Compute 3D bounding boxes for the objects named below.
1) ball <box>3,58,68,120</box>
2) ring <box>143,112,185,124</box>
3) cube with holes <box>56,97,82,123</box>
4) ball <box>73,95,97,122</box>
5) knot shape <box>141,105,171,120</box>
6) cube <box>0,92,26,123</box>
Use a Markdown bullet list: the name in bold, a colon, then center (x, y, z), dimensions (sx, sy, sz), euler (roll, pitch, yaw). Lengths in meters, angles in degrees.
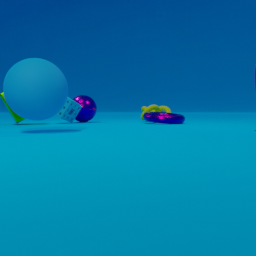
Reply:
- **ball**: center (-1.935, -0.812, 5.937), dimensions (1.302, 1.302, 1.302), euler (0, 3, 0)
- **ring**: center (1.333, -0.386, 10.400), dimensions (1.556, 0.311, 1.556), euler (4, 8, -1)
- **cube with holes**: center (-2.352, -0.767, 10.465), dimensions (0.755, 0.755, 0.755), euler (33, 1, 25)
- **ball**: center (-1.838, -0.792, 11.459), dimensions (1.116, 1.116, 1.116), euler (0, 3, 0)
- **knot shape**: center (1.081, -0.652, 12.308), dimensions (1.393, 0.644, 1.303), euler (-1, 0, -24)
- **cube**: center (-3.635, -0.888, 9.659), dimensions (1.069, 1.069, 1.069), euler (-32, 10, -20)
